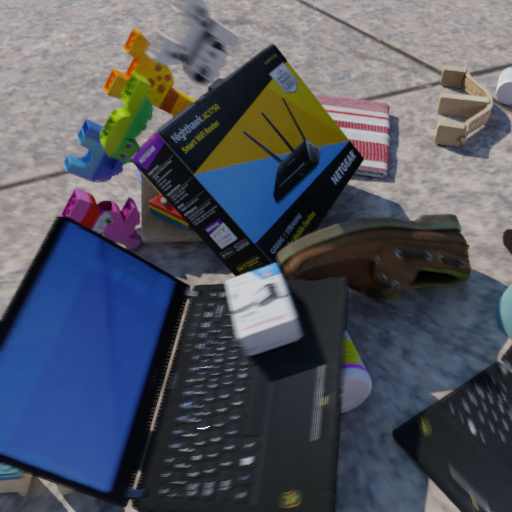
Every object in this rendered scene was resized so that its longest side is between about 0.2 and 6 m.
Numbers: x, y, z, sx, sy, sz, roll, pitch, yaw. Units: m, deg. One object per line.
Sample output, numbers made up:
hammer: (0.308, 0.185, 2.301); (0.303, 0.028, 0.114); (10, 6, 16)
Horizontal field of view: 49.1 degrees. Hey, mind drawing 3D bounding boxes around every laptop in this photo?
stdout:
laptop: (3.457, 1.697, 5.761); (2.951, 1.524, 2.615); (-23, 45, -24)
laptop: (-0.847, 0.990, 6.025); (3.334, 1.722, 2.955); (-4, 48, 18)

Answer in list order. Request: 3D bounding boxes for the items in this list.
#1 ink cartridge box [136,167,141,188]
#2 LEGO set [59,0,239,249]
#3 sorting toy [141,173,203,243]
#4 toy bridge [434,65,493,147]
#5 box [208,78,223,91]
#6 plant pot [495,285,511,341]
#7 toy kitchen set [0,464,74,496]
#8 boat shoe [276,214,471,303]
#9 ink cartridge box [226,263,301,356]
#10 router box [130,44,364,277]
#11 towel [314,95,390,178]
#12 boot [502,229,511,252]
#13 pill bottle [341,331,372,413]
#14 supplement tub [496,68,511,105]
ink cartridge box: (-0.873, -1.406, 10.135); (2.373, 0.525, 1.115); (-14, 43, -14)
LEGO set: (-1.583, -1.984, 8.787); (1.689, 4.116, 1.570); (20, 25, -37)
sorting toy: (-1.053, -1.097, 9.138); (1.640, 0.574, 1.650); (-2, 67, -10)
toy bridge: (4.616, -3.326, 12.417); (1.123, 0.455, 3.340); (11, 42, 12)
box: (-0.286, -3.103, 11.779); (1.350, 0.953, 0.532); (16, 43, 18)
plant pot: (3.980, 0.631, 7.566); (1.230, 0.828, 1.230); (0, 40, 0)
toy kitchen set: (-2.422, 1.791, 6.210); (1.143, 0.840, 1.426); (-3, 41, -3)
boat shoe: (1.776, 0.098, 7.745); (3.022, 1.087, 1.027); (-9, 73, -21)
ink cartridge box: (0.075, 0.630, 6.709); (0.681, 0.393, 0.938); (-19, 45, 3)
router box: (0.090, -1.521, 8.872); (2.626, 0.899, 3.520); (48, 46, -12)
towel: (1.764, -2.540, 11.648); (1.992, 0.315, 2.766); (8, 43, 6)
boot: (5.090, -0.129, 8.609); (1.857, 0.596, 1.730); (-9, 36, -17)
pill bottle: (0.827, 1.178, 6.983); (0.754, 0.754, 1.446); (-10, 41, -11)
supplement tub: (5.940, -3.975, 13.073); (0.583, 0.583, 0.884); (16, 44, 18)
